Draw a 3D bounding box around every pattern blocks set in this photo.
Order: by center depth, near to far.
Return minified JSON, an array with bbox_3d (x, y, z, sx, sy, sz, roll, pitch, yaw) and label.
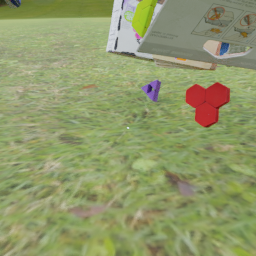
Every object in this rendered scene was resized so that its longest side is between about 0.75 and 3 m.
[{"bbox_3d":[1.065,-1.722,4.608,2.528,2.876,0.233,34,19,36],"label":"pattern blocks set"}]

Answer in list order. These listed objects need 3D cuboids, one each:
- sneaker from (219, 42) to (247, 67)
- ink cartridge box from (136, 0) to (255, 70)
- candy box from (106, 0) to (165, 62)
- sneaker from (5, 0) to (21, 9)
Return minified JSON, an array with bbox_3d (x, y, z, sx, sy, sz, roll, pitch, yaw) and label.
[{"bbox_3d":[2.648,-2.608,7.758,0.746,1.943,1.081,-34,55,6],"label":"sneaker"},{"bbox_3d":[1.565,-1.575,3.228,2.476,2.181,0.554,3,68,-20],"label":"ink cartridge box"},{"bbox_3d":[0.728,-3.465,8.618,2.283,2.722,0.974,6,11,-21],"label":"candy box"},{"bbox_3d":[-1.665,-2.505,4.234,0.698,1.208,0.488,-12,-9,-1],"label":"sneaker"}]
